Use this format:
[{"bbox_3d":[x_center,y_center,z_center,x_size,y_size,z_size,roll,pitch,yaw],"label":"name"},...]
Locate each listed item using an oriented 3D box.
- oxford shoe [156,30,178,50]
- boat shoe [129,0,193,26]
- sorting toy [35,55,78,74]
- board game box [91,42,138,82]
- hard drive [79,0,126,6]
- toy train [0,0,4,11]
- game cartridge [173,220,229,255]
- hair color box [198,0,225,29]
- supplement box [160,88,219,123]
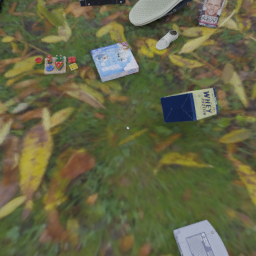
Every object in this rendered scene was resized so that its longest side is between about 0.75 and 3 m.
[{"bbox_3d":[1.238,-2.818,8.897,0.950,0.274,0.357,-41,70,-19],"label":"oxford shoe"},{"bbox_3d":[1.237,-4.132,9.388,2.584,0.804,0.964,-32,70,-1],"label":"boat shoe"},{"bbox_3d":[-2.154,-1.938,8.409,1.288,0.218,0.621,-5,60,-3],"label":"sorting toy"},{"bbox_3d":[-0.406,-2.017,8.429,1.137,0.247,1.131,-18,62,-9],"label":"board game box"},{"bbox_3d":[-0.949,-4.926,10.115,1.646,0.311,1.150,-5,59,-2],"label":"hard drive"},{"bbox_3d":[-4.817,-5.164,10.138,0.685,0.510,2.990,-7,59,0],"label":"toy train"},{"bbox_3d":[1.576,2.634,5.712,0.894,0.274,1.342,-16,61,-5],"label":"game cartridge"},{"bbox_3d":[2.684,-3.815,8.924,0.611,1.222,0.370,13,60,8],"label":"hair color box"},{"bbox_3d":[1.484,-0.543,6.770,0.951,0.952,0.639,-15,98,-38],"label":"supplement box"}]
